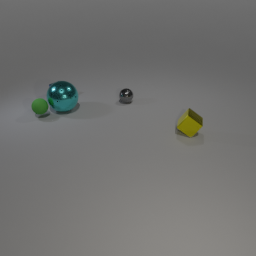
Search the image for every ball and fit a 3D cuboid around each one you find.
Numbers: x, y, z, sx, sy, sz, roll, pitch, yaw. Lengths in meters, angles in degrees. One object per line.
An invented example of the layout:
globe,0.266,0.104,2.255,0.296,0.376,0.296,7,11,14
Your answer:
ball,-2.918,-1.405,12.510,1.400,1.400,1.400,0,29,0
ball,-3.786,-0.928,12.050,0.700,0.700,0.700,0,29,0
ball,-0.084,-1.551,13.444,0.700,0.700,0.700,0,29,0

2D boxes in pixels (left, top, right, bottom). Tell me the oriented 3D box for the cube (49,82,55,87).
cube,-3.430,-1.890,14.062,0.700,0.700,0.700,19,34,30

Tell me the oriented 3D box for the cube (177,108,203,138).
cube,2.391,-0.199,10.791,0.700,0.700,0.700,35,31,-6
